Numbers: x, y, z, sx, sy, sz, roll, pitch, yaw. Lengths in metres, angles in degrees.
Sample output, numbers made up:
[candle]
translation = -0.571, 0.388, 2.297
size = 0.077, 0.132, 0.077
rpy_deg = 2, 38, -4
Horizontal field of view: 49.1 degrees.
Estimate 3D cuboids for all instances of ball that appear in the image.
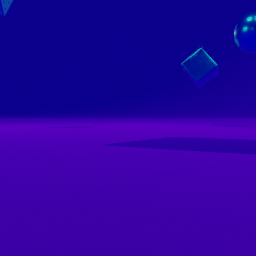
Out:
[ball]
translation = 3.414, -2.557, 7.488
size = 1.082, 1.082, 1.082
rpy_deg = 0, 2, 0

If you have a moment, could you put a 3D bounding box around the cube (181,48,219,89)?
[cube]
translation = 2.583, -2.111, 10.007
size = 0.899, 0.899, 0.899
rpy_deg = -38, -19, 11

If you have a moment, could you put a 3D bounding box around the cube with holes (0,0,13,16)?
[cube with holes]
translation = -3.560, -3.617, 7.396
size = 0.755, 0.755, 0.755
rpy_deg = 16, -26, -7
